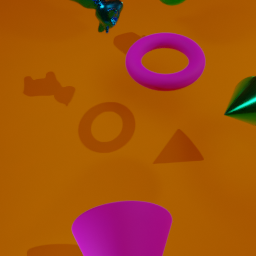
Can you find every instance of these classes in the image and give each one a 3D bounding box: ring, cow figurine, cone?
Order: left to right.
[{"bbox_3d":[-0.822,-2.795,6.021,1.445,0.793,1.422,-1,73,-33],"label":"cow figurine"},{"bbox_3d":[-0.009,2.038,3.745,1.518,1.518,1.524,-5,47,-3],"label":"cone"},{"bbox_3d":[0.775,-1.426,5.895,1.662,0.332,1.662,-2,54,3],"label":"ring"},{"bbox_3d":[2.379,-0.428,5.910,1.139,1.135,1.135,-20,64,-32],"label":"cone"}]

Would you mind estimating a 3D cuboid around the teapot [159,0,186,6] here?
[{"bbox_3d":[1.394,-4.024,7.665,1.963,1.221,0.961,0,19,38],"label":"teapot"}]
